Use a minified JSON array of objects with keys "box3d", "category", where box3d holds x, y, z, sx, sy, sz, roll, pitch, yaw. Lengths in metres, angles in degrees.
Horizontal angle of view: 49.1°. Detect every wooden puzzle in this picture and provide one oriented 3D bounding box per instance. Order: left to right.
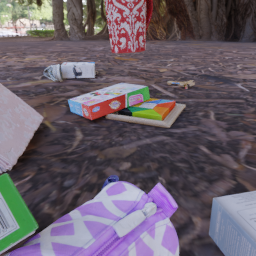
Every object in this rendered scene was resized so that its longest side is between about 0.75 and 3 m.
[{"box3d":[0.612,-0.582,8.685,1.947,0.392,2.105,9,22,23],"category":"wooden puzzle"}]

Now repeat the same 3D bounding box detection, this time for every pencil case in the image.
[{"box3d":[-0.642,1.439,2.130,1.201,1.223,2.862,50,42,11],"category":"pencil case"}]

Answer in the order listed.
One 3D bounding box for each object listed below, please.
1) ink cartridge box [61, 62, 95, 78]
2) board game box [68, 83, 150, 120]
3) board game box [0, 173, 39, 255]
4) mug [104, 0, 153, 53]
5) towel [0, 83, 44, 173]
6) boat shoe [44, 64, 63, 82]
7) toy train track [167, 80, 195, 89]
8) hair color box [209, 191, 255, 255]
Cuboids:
[{"box3d":[-2.593,-3.061,14.788,1.669,0.699,1.211,-1,21,-4],"category":"ink cartridge box"},{"box3d":[-0.617,-0.907,8.831,2.088,0.421,1.598,-22,23,-27],"category":"board game box"},{"box3d":[-1.503,1.080,2.200,1.504,0.396,1.966,-29,-9,-27],"category":"board game box"},{"box3d":[0.147,-3.127,7.908,1.648,1.857,1.239,-11,21,-18],"category":"mug"},{"box3d":[-3.265,-0.437,6.140,2.609,0.440,2.731,40,15,-16],"category":"towel"},{"box3d":[-3.661,-2.676,13.709,0.727,0.835,2.266,-14,20,-18],"category":"boat shoe"},{"box3d":[2.362,-1.944,12.573,0.855,0.242,1.490,-23,24,-32],"category":"toy train track"},{"box3d":[1.858,1.481,2.873,1.050,0.643,2.120,-5,21,-14],"category":"hair color box"}]
